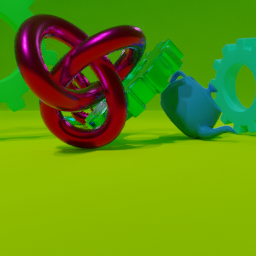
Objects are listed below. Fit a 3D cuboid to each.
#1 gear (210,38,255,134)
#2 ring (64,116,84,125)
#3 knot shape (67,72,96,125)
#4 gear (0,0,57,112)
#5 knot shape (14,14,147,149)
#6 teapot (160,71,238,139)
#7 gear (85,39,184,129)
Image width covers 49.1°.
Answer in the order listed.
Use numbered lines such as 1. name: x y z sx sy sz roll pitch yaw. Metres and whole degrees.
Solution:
1. gear: 2.104 -0.738 5.043 0.306 1.652 1.652 -9 6 -18
2. ring: -1.683 -0.246 8.894 1.238 0.248 1.238 0 4 0
3. knot shape: -0.836 -0.714 7.508 1.909 0.882 1.786 53 20 25
4. gear: -1.935 -1.107 3.839 1.838 1.838 0.340 -2 11 -31
5. knot shape: -0.531 -0.579 2.966 1.423 1.521 0.703 30 1 -41
6. teapot: 1.089 -0.354 4.497 0.825 1.685 1.048 -42 -42 20
7. gear: 0.067 -0.611 4.319 0.325 1.758 1.758 44 -9 -14
